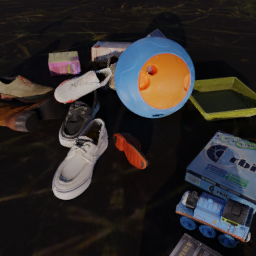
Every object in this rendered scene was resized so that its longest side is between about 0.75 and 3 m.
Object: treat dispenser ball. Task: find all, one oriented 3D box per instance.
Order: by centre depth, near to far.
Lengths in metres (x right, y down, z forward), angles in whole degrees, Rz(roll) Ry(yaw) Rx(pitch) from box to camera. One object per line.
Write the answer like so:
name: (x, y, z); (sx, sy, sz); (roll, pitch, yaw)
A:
treat dispenser ball: (0.955, -1.826, 10.228); (2.905, 2.905, 2.905); (0, 35, 0)

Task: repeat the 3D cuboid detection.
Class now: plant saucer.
plant saucer: (3.672, -1.106, 11.110); (2.609, 0.626, 2.613); (-7, 36, -10)

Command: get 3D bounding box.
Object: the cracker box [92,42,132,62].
cracker box: (-0.429, -4.050, 14.935); (2.729, 0.787, 1.828); (4, 27, 4)

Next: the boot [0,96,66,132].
boot: (-3.953, -0.635, 10.607); (2.586, 0.886, 2.435); (7, 37, 28)

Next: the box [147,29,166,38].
box: (1.604, -3.624, 13.537); (1.960, 0.993, 1.103); (45, 44, -4)

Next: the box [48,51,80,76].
box: (-3.187, -3.240, 14.051); (1.457, 0.704, 1.282); (-8, 36, -10)

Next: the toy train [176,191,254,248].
toy train: (1.950, 1.998, 6.414); (1.735, 0.991, 0.752); (19, 40, 25)

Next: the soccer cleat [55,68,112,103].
soccer cleat: (-1.603, -1.636, 10.286); (2.396, 0.822, 1.021); (-29, 1, -36)

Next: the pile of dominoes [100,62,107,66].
pile of dominoes: (-0.933, -3.315, 14.654); (1.116, 0.178, 0.870); (-4, 27, 5)

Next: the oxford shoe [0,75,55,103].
oxford shoe: (-4.274, -1.661, 11.602); (2.557, 0.956, 0.901); (2, 35, 3)

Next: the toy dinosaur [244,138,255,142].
toy dinosaur: (4.286, 0.392, 9.318); (0.884, 0.267, 0.470); (20, 41, 26)

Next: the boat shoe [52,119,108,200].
boat shoe: (-1.327, 0.725, 8.180); (1.038, 1.022, 2.928); (12, 37, 16)

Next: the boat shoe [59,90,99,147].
boat shoe: (-1.674, -0.550, 10.000); (1.048, 0.993, 2.997); (8, 36, 11)

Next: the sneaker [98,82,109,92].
sneaker: (-1.130, -1.954, 12.456); (0.554, 0.616, 1.580); (-4, 14, -4)

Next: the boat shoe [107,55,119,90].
boat shoe: (-0.517, -2.606, 12.954); (0.994, 0.933, 2.697); (-9, 36, -13)

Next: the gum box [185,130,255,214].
gum box: (3.066, 1.113, 8.080); (1.956, 0.513, 2.302); (23, 41, 29)

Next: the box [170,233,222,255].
box: (1.242, 3.182, 5.179); (1.586, 0.484, 2.003); (24, 42, 30)

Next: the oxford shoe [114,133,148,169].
oxford shoe: (0.201, 0.618, 8.724); (0.631, 0.619, 1.739); (-13, 37, -27)
